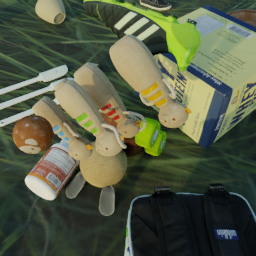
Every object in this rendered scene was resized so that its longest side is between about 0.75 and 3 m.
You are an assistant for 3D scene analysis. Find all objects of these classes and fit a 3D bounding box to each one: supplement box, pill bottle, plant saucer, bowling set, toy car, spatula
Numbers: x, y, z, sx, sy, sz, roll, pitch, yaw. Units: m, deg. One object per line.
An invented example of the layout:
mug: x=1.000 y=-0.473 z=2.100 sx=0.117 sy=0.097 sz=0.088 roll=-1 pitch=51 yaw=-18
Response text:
supplement box: x=2.222 y=-1.606 z=7.968 sx=2.954 sy=1.985 sz=2.957 roll=-33 pitch=57 yaw=-25
pill bottle: x=-1.663 y=0.896 z=6.609 sx=0.805 sy=0.805 sz=1.435 roll=20 pitch=51 yaw=17
plant saucer: x=3.918 y=-3.228 z=9.993 sx=2.257 sy=0.413 sz=2.257 roll=-10 pitch=62 yaw=20
bowling set: x=-0.635 y=-0.003 z=4.145 sx=1.824 sy=1.407 sz=2.621 roll=-48 pitch=19 yaw=-27
toy car: x=-0.454 y=0.756 z=6.575 sx=1.904 sy=1.829 sz=2.318 roll=19 pitch=81 yaw=20
spatula: x=-2.847 y=-1.078 z=8.705 sx=2.753 sy=0.221 sz=1.914 roll=-25 pitch=55 yaw=-20

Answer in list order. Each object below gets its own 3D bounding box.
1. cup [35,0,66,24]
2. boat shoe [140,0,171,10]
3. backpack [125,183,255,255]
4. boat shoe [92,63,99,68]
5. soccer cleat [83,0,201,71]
cup: x=-3.019 y=-4.725 z=11.358 sx=1.161 sy=1.161 sz=0.830 roll=-34 pitch=77 yaw=-26
boat shoe: x=1.223 y=-5.618 z=12.454 sx=1.496 sy=0.466 sz=0.558 roll=25 pitch=52 yaw=18
backpack: x=1.078 y=2.490 z=4.348 sx=2.368 sy=2.009 sz=2.668 roll=0 pitch=34 yaw=-3
boat shoe: x=-1.138 y=-1.764 z=9.181 sx=0.367 sy=0.408 sz=1.130 roll=-1 pitch=44 yaw=1
soccer cleat: x=0.139 y=-1.821 z=5.320 sx=2.464 sy=0.998 sz=0.832 roll=25 pitch=23 yaw=17
